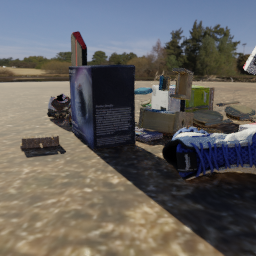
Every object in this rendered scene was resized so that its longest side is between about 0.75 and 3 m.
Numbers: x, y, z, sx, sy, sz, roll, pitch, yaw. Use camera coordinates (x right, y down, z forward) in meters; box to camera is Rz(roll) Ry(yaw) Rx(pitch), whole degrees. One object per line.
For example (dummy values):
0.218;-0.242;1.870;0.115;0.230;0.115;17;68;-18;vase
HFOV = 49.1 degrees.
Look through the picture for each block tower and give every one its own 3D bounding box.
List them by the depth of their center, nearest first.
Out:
-2.792;0.413;8.866;1.187;0.343;0.321;-5;13;-19;block tower

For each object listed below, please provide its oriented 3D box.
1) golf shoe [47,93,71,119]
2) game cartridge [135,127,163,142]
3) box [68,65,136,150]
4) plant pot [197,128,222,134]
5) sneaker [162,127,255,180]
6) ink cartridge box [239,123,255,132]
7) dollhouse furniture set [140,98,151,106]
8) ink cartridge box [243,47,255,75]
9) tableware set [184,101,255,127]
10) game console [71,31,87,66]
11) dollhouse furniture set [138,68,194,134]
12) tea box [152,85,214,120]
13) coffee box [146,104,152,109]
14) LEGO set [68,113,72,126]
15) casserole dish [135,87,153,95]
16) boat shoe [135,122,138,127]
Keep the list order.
-3.037;-1.194;14.324;0.966;1.174;2.485;6;12;29;golf shoe
0.452;0.201;10.094;0.897;0.266;1.384;-5;13;-41;game cartridge
-0.957;-0.855;9.508;1.564;2.518;2.539;-6;13;-26;box
2.896;0.182;10.359;1.095;0.150;1.095;0;11;0;plant pot
1.944;0.661;6.299;2.826;1.142;1.632;1;14;38;sneaker
4.582;0.256;9.043;0.965;0.559;1.657;-9;15;-34;ink cartridge box
1.695;-1.580;18.167;1.794;0.693;0.897;-18;17;9;dollhouse furniture set
4.669;-2.503;10.231;0.391;0.938;0.681;26;25;5;ink cartridge box
4.138;-0.437;12.141;2.925;0.586;1.933;-8;27;-14;tableware set
-1.947;-2.463;11.526;0.397;2.559;2.263;-9;37;-19;game console
1.526;-0.985;10.392;1.557;2.209;1.548;9;5;32;dollhouse furniture set
2.603;-1.291;13.730;2.303;1.564;2.341;-2;12;-14;tea box
1.668;-1.278;16.857;1.033;0.227;0.635;8;15;34;coffee box
-2.050;-0.386;11.880;0.801;0.603;1.041;-10;16;-37;LEGO set
0.626;-1.555;11.710;0.914;0.177;0.553;8;30;46;casserole dish
0.362;-0.162;11.639;0.309;0.269;0.838;-9;15;-34;boat shoe
